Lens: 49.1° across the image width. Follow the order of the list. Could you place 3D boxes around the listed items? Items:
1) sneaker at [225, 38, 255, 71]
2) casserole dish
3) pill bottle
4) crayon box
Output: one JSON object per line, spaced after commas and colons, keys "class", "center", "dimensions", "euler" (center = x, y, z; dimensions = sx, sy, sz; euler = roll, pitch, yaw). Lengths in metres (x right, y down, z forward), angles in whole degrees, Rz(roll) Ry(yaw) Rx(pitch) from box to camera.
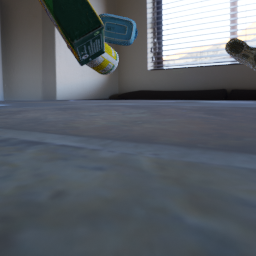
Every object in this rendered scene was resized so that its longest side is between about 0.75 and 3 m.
{"class": "sneaker", "center": [2.783, -1.578, 6.283], "dimensions": [1.242, 0.484, 0.617], "euler": [40, 14, 18]}
{"class": "casserole dish", "center": [-0.452, -3.582, 10.153], "dimensions": [1.668, 1.010, 0.324], "euler": [9, 7, -6]}
{"class": "pill bottle", "center": [-1.015, -2.194, 8.080], "dimensions": [0.865, 0.865, 1.533], "euler": [4, -10, 33]}
{"class": "crayon box", "center": [-1.242, -2.301, 4.727], "dimensions": [0.595, 2.307, 1.451], "euler": [-32, 1, -4]}
